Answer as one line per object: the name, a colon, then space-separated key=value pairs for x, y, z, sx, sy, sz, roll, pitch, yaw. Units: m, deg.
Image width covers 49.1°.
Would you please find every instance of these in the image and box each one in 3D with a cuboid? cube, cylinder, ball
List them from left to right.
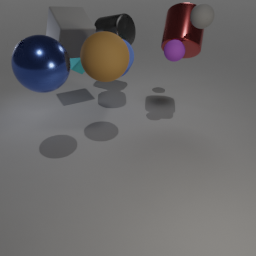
ball: x=-2.135 y=-1.574 z=6.934 sx=1.400 sy=1.400 sz=1.400 roll=0 pitch=31 yaw=0
cube: x=-2.261 y=-3.709 z=10.926 sx=1.400 sy=1.400 sz=1.400 roll=-13 pitch=58 yaw=-30
cube: x=-2.177 y=-2.952 z=12.429 sx=0.700 sy=0.700 sz=0.700 roll=14 pitch=42 yaw=-53
ball: x=-0.658 y=-2.025 z=8.008 sx=1.400 sy=1.400 sz=1.400 roll=0 pitch=31 yaw=0
cylinder: x=-0.601 y=-4.347 z=12.661 sx=1.400 sy=1.400 sz=1.400 roll=8 pitch=29 yaw=36
cylinder: x=-0.510 y=-2.889 z=11.729 sx=1.400 sy=1.400 sz=1.400 roll=-3 pitch=3 yaw=-5
ball: x=1.533 y=-2.551 z=9.246 sx=0.700 sy=0.700 sz=0.700 roll=0 pitch=31 yaw=0
cylinder: x=1.974 y=-3.421 z=9.963 sx=1.400 sy=1.400 sz=1.400 roll=11 pitch=-11 yaw=2
ball: x=2.197 y=-3.311 z=8.293 sx=0.700 sy=0.700 sz=0.700 roll=0 pitch=31 yaw=0
